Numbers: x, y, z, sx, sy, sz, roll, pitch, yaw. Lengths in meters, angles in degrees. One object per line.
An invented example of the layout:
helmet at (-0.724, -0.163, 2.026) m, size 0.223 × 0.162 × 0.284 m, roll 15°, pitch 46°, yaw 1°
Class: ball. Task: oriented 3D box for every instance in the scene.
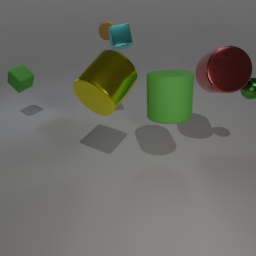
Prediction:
ball at (4.003, -1.274, 9.067) m, size 0.700 × 0.700 × 0.700 m, roll 0°, pitch 31°, yaw 0°

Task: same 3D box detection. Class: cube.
cube at (-0.281, -3.208, 9.937) m, size 0.700 × 0.700 × 0.700 m, roll -13°, pitch 5°, yaw -6°
cube at (-4.253, -1.966, 11.110) m, size 0.700 × 0.700 × 0.700 m, roll 43°, pitch 49°, yaw 6°

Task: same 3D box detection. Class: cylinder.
cylinder at (-0.880, -4.096, 11.755) m, size 0.700 × 0.700 × 0.700 m, roll -3°, pitch 27°, yaw -4°
cylinder at (-0.645, -1.320, 8.219) m, size 1.400 × 1.400 × 1.400 m, roll 19°, pitch 58°, yaw 28°
cylinder at (3.048, -1.843, 9.088) m, size 1.400 × 1.400 × 1.400 m, roll 0°, pitch 8°, yaw -1°
cylinder at (1.282, -0.999, 8.621) m, size 1.400 × 1.400 × 1.400 m, roll -2°, pitch 20°, yaw 1°
